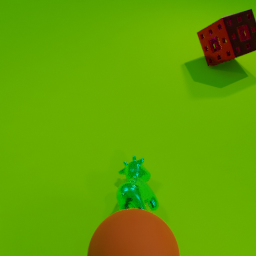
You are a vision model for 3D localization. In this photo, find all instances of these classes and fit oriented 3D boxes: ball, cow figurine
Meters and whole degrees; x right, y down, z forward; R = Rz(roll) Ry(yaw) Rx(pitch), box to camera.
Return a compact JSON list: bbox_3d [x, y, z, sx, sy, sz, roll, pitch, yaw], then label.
[{"bbox_3d":[0.079,1.857,4.051,1.330,1.330,1.330,0,45,0],"label":"ball"},{"bbox_3d":[0.111,1.128,5.490,0.671,1.222,1.202,-32,71,20],"label":"cow figurine"}]

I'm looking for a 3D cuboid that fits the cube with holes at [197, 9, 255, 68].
[{"bbox_3d":[3.217,-2.802,8.895,1.237,1.237,1.237,-23,6,-21],"label":"cube with holes"}]
